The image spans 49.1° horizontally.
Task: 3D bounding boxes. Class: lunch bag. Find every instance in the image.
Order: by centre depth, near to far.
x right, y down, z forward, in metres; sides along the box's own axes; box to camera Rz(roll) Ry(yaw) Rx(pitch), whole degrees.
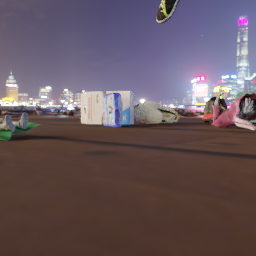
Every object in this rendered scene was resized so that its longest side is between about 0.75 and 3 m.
[{"bbox_3d":[-0.380,-0.527,8.271,0.606,0.971,1.289,-1,3,-11],"label":"lunch bag"}]

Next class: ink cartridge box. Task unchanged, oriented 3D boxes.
[{"bbox_3d":[-0.818,-0.681,9.703,1.970,1.143,0.668,0,2,13],"label":"ink cartridge box"}]

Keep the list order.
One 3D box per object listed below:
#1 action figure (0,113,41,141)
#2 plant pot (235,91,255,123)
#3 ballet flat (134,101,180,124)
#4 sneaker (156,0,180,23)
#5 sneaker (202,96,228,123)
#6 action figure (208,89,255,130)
[{"bbox_3d":[-2.217,-0.031,4.229,1.516,0.415,0.896,-3,5,24],"label":"action figure"},{"bbox_3d":[5.008,-0.795,11.397,1.303,1.303,1.844,2,10,32],"label":"plant pot"},{"bbox_3d":[1.189,-0.524,10.785,0.899,0.899,2.505,2,4,41],"label":"ballet flat"},{"bbox_3d":[1.151,-3.836,8.079,0.664,0.575,1.602,5,-45,-34],"label":"sneaker"},{"bbox_3d":[3.881,-0.755,11.827,0.812,1.122,2.297,-1,0,42],"label":"sneaker"},{"bbox_3d":[2.652,-0.258,6.979,1.127,1.253,1.683,26,-26,-17],"label":"action figure"}]
